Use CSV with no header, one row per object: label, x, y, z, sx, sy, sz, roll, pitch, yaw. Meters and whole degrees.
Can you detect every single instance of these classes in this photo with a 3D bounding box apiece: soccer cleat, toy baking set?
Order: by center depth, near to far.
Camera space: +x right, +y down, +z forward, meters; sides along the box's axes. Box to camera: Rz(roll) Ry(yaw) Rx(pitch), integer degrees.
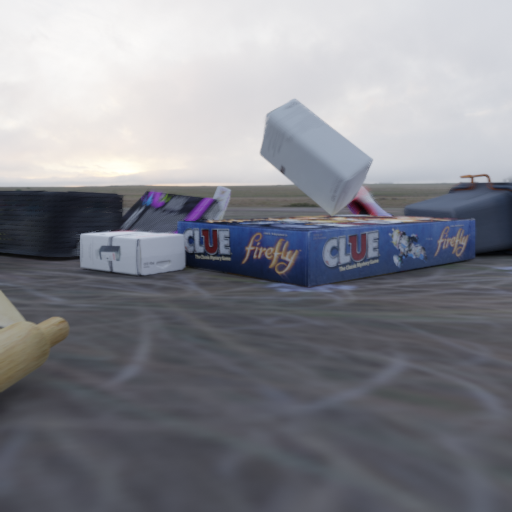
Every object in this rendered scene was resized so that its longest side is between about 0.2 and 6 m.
toy baking set,-2.223,0.156,3.376,2.129,0.323,2.774,32,12,7
soccer cleat,2.738,-0.845,13.003,0.648,1.900,0.695,-37,19,31

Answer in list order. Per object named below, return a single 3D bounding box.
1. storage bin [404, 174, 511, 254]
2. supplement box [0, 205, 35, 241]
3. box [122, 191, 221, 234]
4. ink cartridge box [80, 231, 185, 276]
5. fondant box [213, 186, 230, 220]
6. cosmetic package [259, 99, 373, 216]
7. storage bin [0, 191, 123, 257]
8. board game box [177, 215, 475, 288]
storage bin,4.187,-0.775,11.500,1.547,1.676,2.303,-12,10,-15
supplement box,-5.541,-0.862,13.199,1.797,1.206,1.795,-3,7,-26
box,-1.989,-0.779,12.239,2.062,0.372,1.474,11,47,29
ink cartridge box,-1.964,-0.067,8.911,1.405,0.596,1.023,7,9,36
fondant box,-1.014,-1.057,14.107,0.352,1.208,0.872,19,-12,-1
cosmetic package,0.946,-1.625,9.222,0.716,0.996,1.765,-36,68,-26
storage bin,-4.116,-0.683,11.258,2.600,1.219,1.758,3,5,33
board game box,1.322,-0.252,9.683,4.440,0.768,3.008,-6,9,-42
